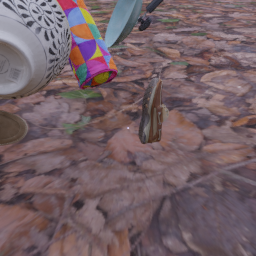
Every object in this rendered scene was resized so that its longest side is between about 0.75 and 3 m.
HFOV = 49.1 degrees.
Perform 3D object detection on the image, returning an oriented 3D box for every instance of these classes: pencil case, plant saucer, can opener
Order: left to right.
[{"bbox_3d":[-1.117,-2.055,6.443,1.051,1.051,2.377,-20,80,-28],"label":"pencil case"},{"bbox_3d":[-0.056,-3.131,7.868,0.389,2.019,2.019,19,26,-24],"label":"plant saucer"},{"bbox_3d":[0.789,-3.699,8.869,1.404,0.470,0.375,-41,21,20],"label":"can opener"}]

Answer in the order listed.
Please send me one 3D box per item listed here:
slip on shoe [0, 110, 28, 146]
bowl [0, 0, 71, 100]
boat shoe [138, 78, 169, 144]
[{"bbox_3d":[-2.295,-0.080,4.223,1.556,0.592,0.471,16,-12,-31],"label":"slip on shoe"},{"bbox_3d":[-1.879,-1.124,4.172,2.080,2.080,0.976,-6,43,-9],"label":"bowl"},{"bbox_3d":[0.560,-0.325,5.703,0.508,1.414,0.535,4,27,-10],"label":"boat shoe"}]
